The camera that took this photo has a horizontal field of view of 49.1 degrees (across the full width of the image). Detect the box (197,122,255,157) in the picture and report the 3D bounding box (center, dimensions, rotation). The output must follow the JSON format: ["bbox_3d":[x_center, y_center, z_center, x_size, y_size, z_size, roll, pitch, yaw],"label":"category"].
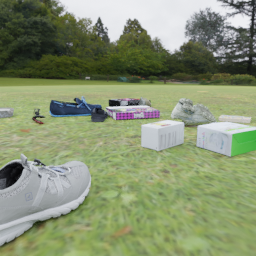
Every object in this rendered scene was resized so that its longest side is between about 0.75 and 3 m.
[{"bbox_3d":[2.944,0.262,8.209,1.401,0.677,1.236,-8,13,-34],"label":"box"}]

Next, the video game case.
[{"bbox_3d":[0.194,-0.807,14.312,2.282,0.409,2.068,-4,12,-17],"label":"video game case"}]

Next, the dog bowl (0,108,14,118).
[{"bbox_3d":[-6.468,-0.768,14.202,1.323,0.388,1.323,-1,11,0],"label":"dog bowl"}]

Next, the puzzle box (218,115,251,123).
[{"bbox_3d":[4.966,-0.423,13.012,1.351,0.172,0.899,6,13,26],"label":"puzzle box"}]

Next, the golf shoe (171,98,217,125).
[{"bbox_3d":[2.776,-0.513,11.891,2.153,1.047,0.843,20,39,-26],"label":"golf shoe"}]

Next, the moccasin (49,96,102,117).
[{"bbox_3d":[-2.652,-1.132,14.582,2.769,0.944,1.114,-6,13,-28],"label":"moccasin"}]

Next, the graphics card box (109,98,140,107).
[{"bbox_3d":[-0.213,-1.691,18.648,1.897,0.482,1.190,-10,16,-39],"label":"graphics card box"}]

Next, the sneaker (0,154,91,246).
[{"bbox_3d":[-1.397,0.861,4.318,0.921,1.011,2.465,6,12,26],"label":"sneaker"}]

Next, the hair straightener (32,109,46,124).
[{"bbox_3d":[-4.056,-0.575,12.741,0.326,0.612,1.592,17,-2,-29],"label":"hair straightener"}]

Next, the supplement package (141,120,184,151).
[{"bbox_3d":[1.068,0.200,8.533,1.236,0.677,0.703,-11,16,-43],"label":"supplement package"}]

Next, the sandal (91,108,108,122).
[{"bbox_3d":[-1.377,-0.704,13.621,0.834,0.470,2.195,-2,11,-7],"label":"sandal"}]

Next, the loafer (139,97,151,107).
[{"bbox_3d":[1.088,-1.520,17.642,0.633,0.683,1.817,10,15,-7],"label":"loafer"}]
